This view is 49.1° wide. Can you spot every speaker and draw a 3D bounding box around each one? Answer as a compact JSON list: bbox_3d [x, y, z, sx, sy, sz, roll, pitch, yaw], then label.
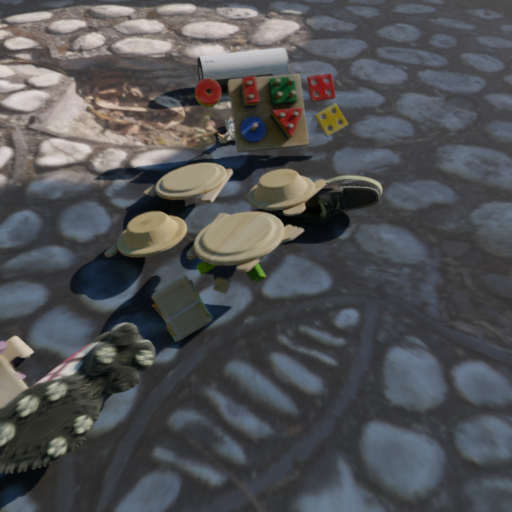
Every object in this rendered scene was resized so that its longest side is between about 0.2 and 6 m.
[{"bbox_3d":[-0.328,-4.902,14.763,2.325,0.944,0.944,-9,44,-10],"label":"speaker"}]

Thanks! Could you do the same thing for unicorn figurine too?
[{"bbox_3d":[-0.474,-2.930,13.078,0.887,0.477,1.291,-14,29,0],"label":"unicorn figurine"}]

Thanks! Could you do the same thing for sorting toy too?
[{"bbox_3d":[0.402,-3.153,12.106,3.306,0.559,1.594,-7,89,-9],"label":"sorting toy"}]

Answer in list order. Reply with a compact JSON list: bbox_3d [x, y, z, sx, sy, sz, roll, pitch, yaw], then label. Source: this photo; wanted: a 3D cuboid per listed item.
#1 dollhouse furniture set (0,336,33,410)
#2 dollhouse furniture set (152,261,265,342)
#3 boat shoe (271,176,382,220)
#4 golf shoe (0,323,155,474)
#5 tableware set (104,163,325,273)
[{"bbox_3d":[-3.860,2.293,7.632,2.000,1.585,1.420,-35,94,-9],"label":"dollhouse furniture set"},{"bbox_3d":[-0.744,0.563,9.032,1.756,0.678,0.877,-32,84,3],"label":"dollhouse furniture set"},{"bbox_3d":[1.310,-1.037,10.766,2.166,0.774,0.712,0,46,12],"label":"boat shoe"},{"bbox_3d":[-2.521,1.910,7.542,2.534,0.978,1.116,-37,12,-37],"label":"golf shoe"},{"bbox_3d":[-0.743,-0.809,10.071,3.844,0.446,3.211,7,38,29],"label":"tableware set"}]
